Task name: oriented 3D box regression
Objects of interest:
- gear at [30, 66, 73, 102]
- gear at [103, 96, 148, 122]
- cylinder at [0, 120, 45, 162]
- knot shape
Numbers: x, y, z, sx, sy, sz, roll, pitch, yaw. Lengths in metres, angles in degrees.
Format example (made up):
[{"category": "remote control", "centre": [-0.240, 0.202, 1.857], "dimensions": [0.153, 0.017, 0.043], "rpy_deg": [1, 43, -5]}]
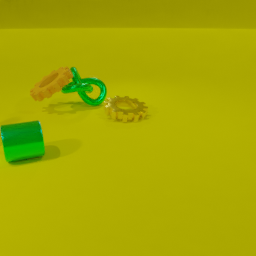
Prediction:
[{"category": "gear", "centre": [-2.589, -1.502, 9.452], "dimensions": [1.544, 0.285, 1.544], "rpy_deg": [-23, 33, 16]}, {"category": "gear", "centre": [-0.074, -0.639, 9.071], "dimensions": [1.411, 0.261, 1.411], "rpy_deg": [7, 29, -4]}, {"category": "cylinder", "centre": [-2.361, 0.288, 6.300], "dimensions": [0.831, 0.831, 0.831], "rpy_deg": [-9, 23, -22]}, {"category": "knot shape", "centre": [-1.514, -1.445, 10.132], "dimensions": [1.588, 0.784, 1.698], "rpy_deg": [25, 28, -15]}]
